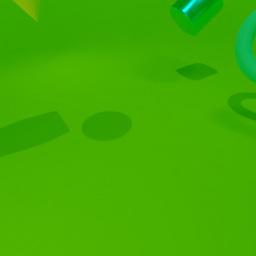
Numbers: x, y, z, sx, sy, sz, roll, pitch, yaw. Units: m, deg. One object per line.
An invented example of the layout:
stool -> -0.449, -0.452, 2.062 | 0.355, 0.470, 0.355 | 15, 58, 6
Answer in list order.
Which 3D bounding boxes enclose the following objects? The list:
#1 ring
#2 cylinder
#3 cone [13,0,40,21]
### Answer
ring -> 3.556, -1.933, 6.493 | 2.032, 2.032, 0.406 | 18, 16, 24
cylinder -> 2.054, -3.611, 8.459 | 1.150, 1.150, 1.150 | -46, 43, 4
cone -> -1.581, -2.201, 4.094 | 1.362, 1.367, 1.362 | -5, 49, 5
